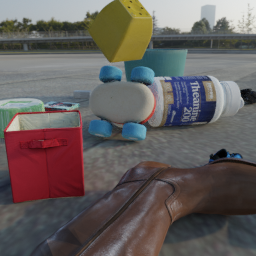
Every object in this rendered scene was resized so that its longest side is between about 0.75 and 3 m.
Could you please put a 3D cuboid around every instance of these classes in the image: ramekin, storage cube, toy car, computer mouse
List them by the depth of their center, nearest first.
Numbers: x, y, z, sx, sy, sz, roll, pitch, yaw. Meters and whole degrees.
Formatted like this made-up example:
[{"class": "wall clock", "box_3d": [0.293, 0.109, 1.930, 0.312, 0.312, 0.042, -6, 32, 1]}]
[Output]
[{"class": "storage cube", "box_3d": [-1.418, 0.435, 5.064, 1.206, 1.269, 1.411, -4, 16, -11]}, {"class": "toy car", "box_3d": [0.023, -0.532, 8.280, 1.836, 1.914, 2.076, 5, -11, 17]}, {"class": "ramekin", "box_3d": [-3.291, -0.355, 8.398, 1.698, 0.830, 1.698, 0, 17, 0]}, {"class": "computer mouse", "box_3d": [4.909, -1.281, 12.028, 1.383, 0.453, 1.970, -6, -5, 43]}]

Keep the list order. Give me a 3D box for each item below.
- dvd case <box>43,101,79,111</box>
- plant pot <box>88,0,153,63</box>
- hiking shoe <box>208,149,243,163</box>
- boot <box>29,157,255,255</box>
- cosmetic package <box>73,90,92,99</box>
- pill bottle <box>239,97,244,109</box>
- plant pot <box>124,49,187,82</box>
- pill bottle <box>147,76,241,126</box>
[{"class": "dvd case", "box_3d": [-2.835, -0.872, 11.292, 1.427, 0.157, 1.042, 5, 17, 18]}, {"class": "plant pot", "box_3d": [-0.066, -2.256, 6.285, 1.048, 1.079, 1.055, -19, 69, -40]}, {"class": "hiking shoe", "box_3d": [2.034, 0.645, 5.704, 1.120, 0.485, 0.417, -15, 23, -41]}, {"class": "boot", "box_3d": [0.539, 1.175, 3.271, 2.558, 0.881, 2.744, -4, 11, 29]}, {"class": "cosmetic package", "box_3d": [-2.166, -1.613, 13.415, 0.818, 0.369, 0.437, 5, 18, 7]}, {"class": "pill bottle", "box_3d": [4.450, -1.074, 11.419, 0.463, 0.463, 0.810, 5, 17, 17]}, {"class": "plant pot", "box_3d": [1.158, -2.363, 12.582, 2.812, 2.257, 2.812, 0, 17, 0]}, {"class": "pill bottle", "box_3d": [2.016, -0.875, 8.892, 2.769, 1.536, 1.536, -4, 17, -10]}]
